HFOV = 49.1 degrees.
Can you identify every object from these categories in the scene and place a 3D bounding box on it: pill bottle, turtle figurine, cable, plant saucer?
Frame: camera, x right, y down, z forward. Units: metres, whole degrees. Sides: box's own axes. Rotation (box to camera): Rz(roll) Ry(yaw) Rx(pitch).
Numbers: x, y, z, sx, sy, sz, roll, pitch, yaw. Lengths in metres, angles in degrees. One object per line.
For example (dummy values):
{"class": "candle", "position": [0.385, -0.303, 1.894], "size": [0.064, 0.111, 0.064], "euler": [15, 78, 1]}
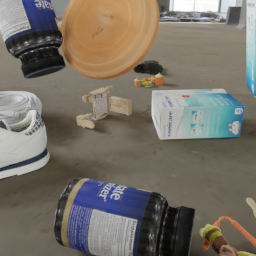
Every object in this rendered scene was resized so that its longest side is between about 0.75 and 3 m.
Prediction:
{"class": "pill bottle", "position": [-0.018, 1.363, 4.004], "size": [1.833, 1.025, 1.025], "euler": [8, 26, 15]}
{"class": "pill bottle", "position": [-2.552, -2.687, 7.211], "size": [1.460, 2.611, 1.460], "euler": [-17, 8, 2]}
{"class": "turtle figurine", "position": [1.230, 1.879, 3.155], "size": [1.936, 0.773, 2.401], "euler": [-9, 30, -14]}
{"class": "cable", "position": [-3.704, -0.480, 8.256], "size": [2.284, 0.791, 2.285], "euler": [-1, 24, 1]}
{"class": "plant saucer", "position": [-0.626, -2.800, 7.577], "size": [2.956, 2.956, 0.477], "euler": [12, -1, 25]}

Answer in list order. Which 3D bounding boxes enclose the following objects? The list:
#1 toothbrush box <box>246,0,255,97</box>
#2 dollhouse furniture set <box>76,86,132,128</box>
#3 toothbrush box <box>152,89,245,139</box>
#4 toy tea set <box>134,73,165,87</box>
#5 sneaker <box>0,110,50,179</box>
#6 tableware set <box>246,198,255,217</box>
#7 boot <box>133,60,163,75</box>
{"class": "toothbrush box", "position": [3.739, -2.052, 6.504], "size": [1.730, 2.363, 1.008], "euler": [-5, 25, 13]}
{"class": "dollhouse furniture set", "position": [-0.698, -0.656, 8.505], "size": [0.770, 0.902, 1.740], "euler": [15, 29, 33]}
{"class": "toothbrush box", "position": [1.864, -0.445, 7.981], "size": [2.213, 0.944, 1.620], "euler": [-2, 25, -2]}
{"class": "toy tea set", "position": [0.926, -2.119, 12.098], "size": [1.355, 0.502, 0.806], "euler": [-16, 30, -31]}
{"class": "sneaker", "position": [-3.110, 0.504, 5.667], "size": [2.980, 1.200, 1.139], "euler": [-21, 34, -35]}
{"class": "tableware set", "position": [3.020, 1.702, 4.154], "size": [2.377, 0.276, 1.986], "euler": [-1, 25, -2]}
{"class": "boot", "position": [1.220, -3.215, 14.360], "size": [1.705, 0.590, 1.484], "euler": [11, 28, 27]}
